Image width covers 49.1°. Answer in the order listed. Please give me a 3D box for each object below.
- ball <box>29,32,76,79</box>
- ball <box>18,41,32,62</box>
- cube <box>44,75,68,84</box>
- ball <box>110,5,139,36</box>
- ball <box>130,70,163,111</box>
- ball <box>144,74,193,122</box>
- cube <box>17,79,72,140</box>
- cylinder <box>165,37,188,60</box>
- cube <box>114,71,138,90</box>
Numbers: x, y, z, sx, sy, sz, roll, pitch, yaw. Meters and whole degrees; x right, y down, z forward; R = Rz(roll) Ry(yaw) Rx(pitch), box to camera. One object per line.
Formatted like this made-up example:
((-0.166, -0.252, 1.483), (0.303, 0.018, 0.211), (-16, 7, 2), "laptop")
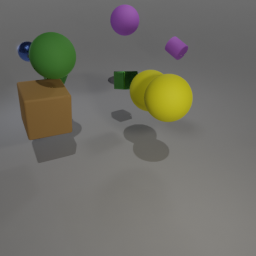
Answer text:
((-2.303, -2.207, 8.595), (1.400, 1.400, 1.400), (0, 31, 0), "ball")
((-3.556, -2.720, 9.974), (0.700, 0.700, 0.700), (0, 31, 0), "ball")
((-2.535, -2.011, 9.746), (0.700, 0.700, 0.700), (-3, 58, -31), "cube")
((-0.152, -5.188, 13.506), (1.400, 1.400, 1.400), (0, 31, 0), "ball")
((0.754, -1.257, 9.479), (1.400, 1.400, 1.400), (0, 31, 0), "ball")
((1.172, -0.872, 8.186), (1.400, 1.400, 1.400), (0, 31, 0), "ball")
((-2.693, -0.657, 9.084), (1.400, 1.400, 1.400), (-11, 37, -24), "cube")
((2.028, -3.335, 11.718), (0.700, 0.700, 0.700), (-29, 66, -39), "cylinder")
((-0.087, -1.902, 11.131), (0.700, 0.700, 0.700), (-9, 14, -37), "cube")
